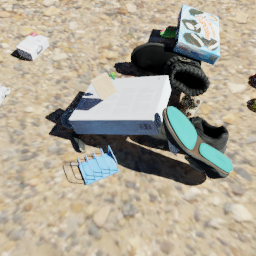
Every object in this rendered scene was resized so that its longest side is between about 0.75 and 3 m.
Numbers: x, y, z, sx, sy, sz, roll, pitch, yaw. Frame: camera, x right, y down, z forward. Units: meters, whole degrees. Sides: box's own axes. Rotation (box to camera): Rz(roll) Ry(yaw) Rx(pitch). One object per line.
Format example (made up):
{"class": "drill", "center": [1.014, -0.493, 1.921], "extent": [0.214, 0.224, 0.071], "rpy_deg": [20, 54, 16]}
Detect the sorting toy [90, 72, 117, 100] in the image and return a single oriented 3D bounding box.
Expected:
{"class": "sorting toy", "center": [-0.640, -1.336, 8.556], "extent": [0.934, 0.137, 0.690], "rpy_deg": [-37, 101, -31]}

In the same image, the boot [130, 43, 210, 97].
{"class": "boot", "center": [1.438, -2.163, 10.176], "extent": [2.901, 1.092, 2.169], "rpy_deg": [6, 37, 4]}

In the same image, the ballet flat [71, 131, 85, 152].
{"class": "ballet flat", "center": [-1.667, 0.463, 9.366], "extent": [0.247, 0.289, 0.870], "rpy_deg": [-44, 57, 17]}

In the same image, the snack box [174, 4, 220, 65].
{"class": "snack box", "center": [2.744, -3.746, 11.048], "extent": [1.641, 0.524, 2.825], "rpy_deg": [18, 50, -5]}

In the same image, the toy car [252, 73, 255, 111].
{"class": "toy car", "center": [5.620, -1.302, 10.373], "extent": [1.882, 0.446, 2.000], "rpy_deg": [14, 58, 9]}

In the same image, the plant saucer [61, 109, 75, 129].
{"class": "plant saucer", "center": [-1.924, -0.279, 9.823], "extent": [0.810, 0.203, 0.810], "rpy_deg": [1, 59, -2]}

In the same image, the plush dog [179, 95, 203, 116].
{"class": "plush dog", "center": [2.219, -0.907, 10.055], "extent": [0.680, 0.792, 0.635], "rpy_deg": [38, 30, 12]}

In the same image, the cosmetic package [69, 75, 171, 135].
{"class": "cosmetic package", "center": [-0.201, -0.765, 9.160], "extent": [2.841, 0.734, 2.142], "rpy_deg": [1, 47, 23]}

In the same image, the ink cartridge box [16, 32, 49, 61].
{"class": "ink cartridge box", "center": [-3.998, -3.439, 11.787], "extent": [0.809, 0.469, 1.096], "rpy_deg": [26, 62, 16]}

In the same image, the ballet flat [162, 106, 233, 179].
{"class": "ballet flat", "center": [1.774, 0.580, 8.060], "extent": [2.752, 0.941, 0.936], "rpy_deg": [44, 47, -8]}

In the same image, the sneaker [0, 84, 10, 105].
{"class": "sneaker", "center": [-5.492, -1.337, 10.176], "extent": [2.319, 0.871, 1.333], "rpy_deg": [23, 59, 8]}

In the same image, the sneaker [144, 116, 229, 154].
{"class": "sneaker", "center": [1.849, 0.068, 8.978], "extent": [2.795, 1.268, 1.061], "rpy_deg": [8, 56, 7]}

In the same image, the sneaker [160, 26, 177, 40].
{"class": "sneaker", "center": [2.208, -3.851, 11.842], "extent": [1.835, 0.769, 0.704], "rpy_deg": [-4, 54, -17]}

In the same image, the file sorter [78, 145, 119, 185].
{"class": "file sorter", "center": [-0.933, 1.112, 8.637], "extent": [1.085, 0.666, 0.753], "rpy_deg": [-21, 58, -13]}
